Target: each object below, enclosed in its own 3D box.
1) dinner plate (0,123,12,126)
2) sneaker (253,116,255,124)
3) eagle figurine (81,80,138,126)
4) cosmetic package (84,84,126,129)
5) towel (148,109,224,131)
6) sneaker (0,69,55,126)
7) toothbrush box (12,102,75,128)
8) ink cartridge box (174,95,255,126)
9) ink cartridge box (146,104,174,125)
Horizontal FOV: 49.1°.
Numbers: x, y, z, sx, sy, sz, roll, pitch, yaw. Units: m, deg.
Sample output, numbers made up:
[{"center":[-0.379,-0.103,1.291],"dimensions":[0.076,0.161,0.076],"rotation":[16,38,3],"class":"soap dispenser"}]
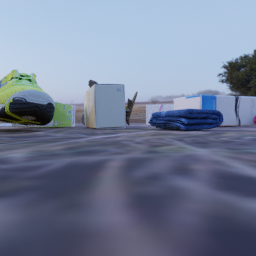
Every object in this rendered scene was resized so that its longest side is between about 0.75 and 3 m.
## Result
[{"center":[-4.619,-0.112,10.219],"dimensions":[0.874,0.106,0.874],"rotation":[0,3,0],"class":"dinner plate"},{"center":[4.332,-0.330,8.345],"dimensions":[1.519,0.613,0.567],"rotation":[-2,0,-39],"class":"sneaker"},{"center":[-0.853,-0.782,10.740],"dimensions":[2.089,1.585,1.577],"rotation":[16,-33,8],"class":"eagle figurine"},{"center":[-0.600,-0.461,6.562],"dimensions":[0.653,0.966,1.837],"rotation":[-2,0,-15],"class":"cosmetic package"},{"center":[1.013,-0.137,5.175],"dimensions":[0.817,0.355,1.463],"rotation":[0,0,-18],"class":"towel"},{"center":[-2.025,-0.585,5.068],"dimensions":[1.016,1.029,2.694],"rotation":[10,-3,-33],"class":"sneaker"},{"center":[-2.162,-0.332,7.402],"dimensions":[1.096,0.648,1.505],"rotation":[0,0,10],"class":"toothbrush box"},{"center":[2.813,-0.517,8.932],"dimensions":[2.225,0.937,1.609],"rotation":[0,1,-19],"class":"ink cartridge box"},{"center":[1.699,-0.611,13.154],"dimensions":[1.518,0.951,0.976],"rotation":[0,1,18],"class":"ink cartridge box"}]
